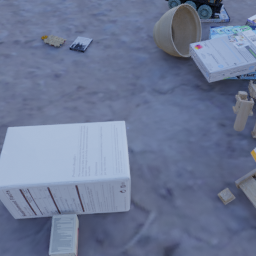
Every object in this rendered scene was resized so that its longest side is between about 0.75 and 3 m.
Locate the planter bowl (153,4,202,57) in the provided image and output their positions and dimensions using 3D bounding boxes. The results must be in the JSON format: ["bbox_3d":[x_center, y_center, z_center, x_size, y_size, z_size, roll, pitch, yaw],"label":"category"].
[{"bbox_3d":[1.752,-3.608,10.654,1.246,1.851,1.851,10,43,48],"label":"planter bowl"}]

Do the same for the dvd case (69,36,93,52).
[{"bbox_3d":[-1.902,-3.418,11.406,0.662,0.109,0.881,15,51,12],"label":"dvd case"}]

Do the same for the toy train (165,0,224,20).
[{"bbox_3d":[2.930,-5.873,12.282,2.751,1.568,1.172,24,53,19],"label":"toy train"}]

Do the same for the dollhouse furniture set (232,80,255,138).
[{"bbox_3d":[4.151,-0.726,8.880,1.983,1.135,2.325,8,32,6],"label":"dollhouse furniture set"}]

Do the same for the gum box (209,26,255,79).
[{"bbox_3d":[4.267,-2.892,10.500,2.291,0.601,2.697,2,50,11],"label":"gum box"}]

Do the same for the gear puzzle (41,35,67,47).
[{"bbox_3d":[-3.135,-3.590,11.546,1.170,0.153,0.606,23,56,22],"label":"gear puzzle"}]

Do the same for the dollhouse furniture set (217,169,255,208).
[{"bbox_3d":[3.845,1.940,6.750,2.428,1.186,2.071,-33,54,5],"label":"dollhouse furniture set"}]

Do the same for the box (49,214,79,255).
[{"bbox_3d":[-1.413,2.430,6.256,0.550,0.468,0.860,-3,50,-2],"label":"box"}]

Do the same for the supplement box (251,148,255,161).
[{"bbox_3d":[2.891,0.248,4.484,0.917,1.456,0.535,31,24,-12],"label":"supplement box"}]

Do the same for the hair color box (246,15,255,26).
[{"bbox_3d":[5.798,-4.717,12.344,1.095,0.355,0.598,-32,57,-22],"label":"hair color box"}]

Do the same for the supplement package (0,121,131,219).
[{"bbox_3d":[-1.391,1.007,6.674,2.799,1.642,1.636,-3,51,-3],"label":"supplement package"}]

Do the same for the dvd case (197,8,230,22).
[{"bbox_3d":[3.544,-5.336,12.975,2.029,0.178,1.447,-1,49,-1],"label":"dvd case"}]

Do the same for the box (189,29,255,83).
[{"bbox_3d":[3.514,-2.499,9.563,2.298,0.473,1.791,-14,48,-4],"label":"box"}]
